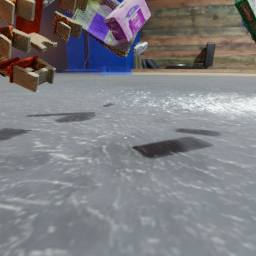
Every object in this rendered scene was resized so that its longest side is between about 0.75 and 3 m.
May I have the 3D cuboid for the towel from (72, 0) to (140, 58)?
[{"bbox_3d":[-0.686,-3.931,10.362,2.387,1.714,0.272,30,-3,-22],"label":"towel"}]

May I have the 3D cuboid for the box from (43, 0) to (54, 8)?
[{"bbox_3d":[-2.371,-3.713,7.366,0.238,0.983,0.778,12,49,25],"label":"box"}]

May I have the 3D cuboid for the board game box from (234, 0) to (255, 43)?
[{"bbox_3d":[2.877,-2.638,6.360,0.271,1.254,1.863,-12,-33,39],"label":"board game box"}]

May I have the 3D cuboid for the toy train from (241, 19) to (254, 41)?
[{"bbox_3d":[3.969,-3.147,7.689,1.601,0.915,0.694,-41,-12,22],"label":"toy train"}]

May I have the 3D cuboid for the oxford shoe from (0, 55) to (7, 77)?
[{"bbox_3d":[-4.404,-2.278,9.442,0.537,0.537,1.506,-4,-25,4],"label":"oxford shoe"}]

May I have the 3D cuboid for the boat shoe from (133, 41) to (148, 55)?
[{"bbox_3d":[0.483,-3.670,12.783,0.392,0.475,1.385,27,32,13],"label":"boat shoe"}]

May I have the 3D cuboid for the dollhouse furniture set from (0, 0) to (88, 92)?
[{"bbox_3d":[-2.546,-2.415,7.155,1.400,2.689,2.718,30,36,11],"label":"dollhouse furniture set"}]

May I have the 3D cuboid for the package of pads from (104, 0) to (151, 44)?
[{"bbox_3d":[0.045,-3.825,9.705,0.650,1.034,1.717,7,53,44],"label":"package of pads"}]
